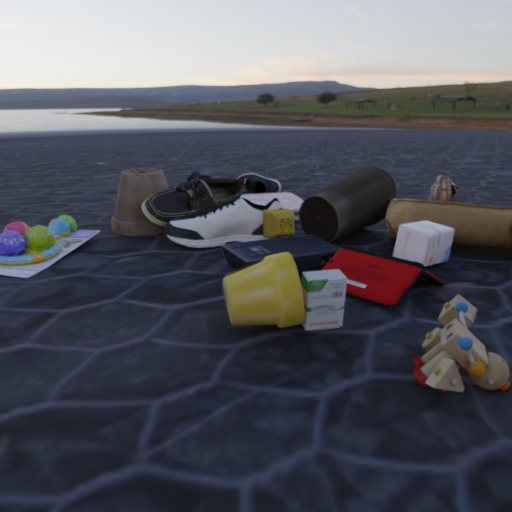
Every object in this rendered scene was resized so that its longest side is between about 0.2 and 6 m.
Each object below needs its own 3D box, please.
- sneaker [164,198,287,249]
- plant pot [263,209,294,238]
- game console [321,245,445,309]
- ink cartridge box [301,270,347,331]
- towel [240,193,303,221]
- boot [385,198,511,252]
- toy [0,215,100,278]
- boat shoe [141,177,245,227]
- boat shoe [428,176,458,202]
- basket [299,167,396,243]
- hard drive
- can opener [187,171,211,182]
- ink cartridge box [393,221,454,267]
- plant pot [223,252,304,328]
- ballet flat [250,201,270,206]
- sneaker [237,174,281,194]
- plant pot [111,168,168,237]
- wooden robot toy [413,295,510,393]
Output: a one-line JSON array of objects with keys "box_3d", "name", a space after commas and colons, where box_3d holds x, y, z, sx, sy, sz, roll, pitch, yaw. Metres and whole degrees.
[{"box_3d": [-0.618, -0.730, 11.716, 2.609, 1.044, 0.962, -2, 18, -2], "name": "sneaker"}, {"box_3d": [0.495, -0.624, 11.081, 0.563, 0.559, 0.576, -5, 11, -19], "name": "plant pot"}, {"box_3d": [2.038, 0.446, 9.264, 1.590, 0.944, 1.371, 16, 54, 44], "name": "game console"}, {"box_3d": [0.897, 0.600, 7.612, 0.556, 0.758, 0.315, -3, 24, -13], "name": "ink cartridge box"}, {"box_3d": [0.205, -1.322, 14.832, 2.280, 0.385, 2.387, -3, 18, -11], "name": "towel"}, {"box_3d": [4.260, -0.488, 10.838, 3.534, 1.169, 3.095, 8, 5, 22], "name": "boot"}, {"box_3d": [-4.449, -0.343, 11.042, 1.599, 0.656, 2.777, 3, 17, 11], "name": "toy"}, {"box_3d": [-1.344, -1.340, 12.532, 2.701, 0.875, 0.989, -21, 70, -48], "name": "boat shoe"}, {"box_3d": [5.437, -1.823, 16.101, 0.683, 0.720, 1.902, 11, 29, 23], "name": "boat shoe"}, {"box_3d": [1.925, -1.054, 12.307, 1.880, 1.279, 1.695, -26, -10, -43], "name": "basket"}, {"box_3d": [0.461, -0.007, 10.316, 1.949, 0.412, 1.315, -7, 18, -24], "name": "hard drive"}, {"box_3d": [-1.562, -2.074, 15.388, 0.393, 0.488, 1.240, -27, 2, 14], "name": "can opener"}, {"box_3d": [3.039, -0.219, 10.274, 1.015, 0.653, 0.636, -11, 25, -40], "name": "ink cartridge box"}, {"box_3d": [0.069, 0.521, 7.601, 0.947, 1.007, 1.007, -10, 18, -7], "name": "plant pot"}, {"box_3d": [-0.344, -0.930, 13.026, 2.047, 0.654, 0.774, -11, 21, -32], "name": "ballet flat"}, {"box_3d": [-0.101, -2.255, 17.603, 1.610, 0.569, 0.798, 14, 16, 29], "name": "sneaker"}, {"box_3d": [-2.597, -1.285, 12.970, 1.586, 1.376, 1.586, 0, 18, 0], "name": "plant pot"}, {"box_3d": [2.349, 1.194, 6.227, 0.876, 0.851, 1.931, 39, 23, 5], "name": "wooden robot toy"}]
